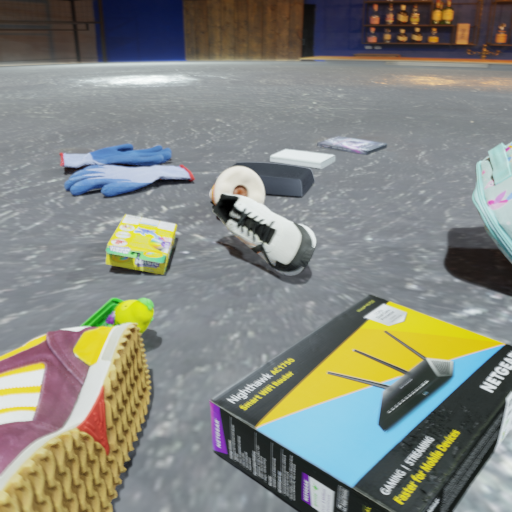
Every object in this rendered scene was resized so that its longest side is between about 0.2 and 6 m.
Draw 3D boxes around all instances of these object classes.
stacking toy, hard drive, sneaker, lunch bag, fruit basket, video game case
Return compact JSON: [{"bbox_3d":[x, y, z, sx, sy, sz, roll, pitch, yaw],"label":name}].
[{"bbox_3d":[-0.540,-1.156,10.789,1.012,1.012,1.385,-11,7,-24],"label":"stacking toy"},{"bbox_3d":[0.231,-1.713,12.318,1.930,0.408,1.302,8,25,17],"label":"hard drive"},{"bbox_3d":[-1.834,1.537,4.216,1.404,1.168,3.117,-6,17,8],"label":"sneaker"},{"bbox_3d":[3.894,-0.616,7.969,0.920,1.913,2.386,-39,7,31],"label":"lunch bag"},{"bbox_3d":[-1.487,0.734,6.152,0.645,0.894,0.894,25,28,6],"label":"fruit basket"},{"bbox_3d":[1.199,-2.502,14.418,1.417,0.186,0.935,12,27,28],"label":"hard drive"},{"bbox_3d":[2.728,-3.155,15.968,1.626,0.154,1.162,19,30,35],"label":"video game case"},{"bbox_3d":[0.049,-0.355,8.299,0.858,0.791,2.145,25,5,-38],"label":"sneaker"}]

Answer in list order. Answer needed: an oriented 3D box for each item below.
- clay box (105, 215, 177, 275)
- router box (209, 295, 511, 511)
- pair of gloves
[{"bbox_3d":[-1.761,-0.159,8.658,0.883,0.366,1.537,11,24,-5],"label":"clay box"},{"bbox_3d":[1.128,1.324,5.054,1.892,0.648,2.537,19,30,37],"label":"router box"},{"bbox_3d":[-3.146,-2.074,13.218,2.827,0.401,3.516,-8,26,-22],"label":"pair of gloves"}]
